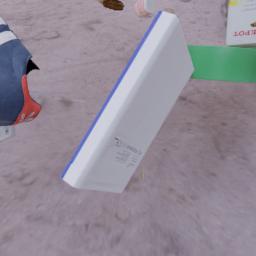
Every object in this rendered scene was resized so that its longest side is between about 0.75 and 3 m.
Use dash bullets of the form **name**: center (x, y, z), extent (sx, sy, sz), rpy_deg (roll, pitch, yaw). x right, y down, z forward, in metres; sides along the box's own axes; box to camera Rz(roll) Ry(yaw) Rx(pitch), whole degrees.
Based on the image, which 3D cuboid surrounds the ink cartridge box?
- **ink cartridge box**: center (3.413, -2.978, 6.380), extent (1.719, 2.366, 1.711), rpy_deg (9, 10, 38)

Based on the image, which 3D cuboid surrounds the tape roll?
- **tape roll**: center (1.707, -1.324, 5.816), extent (2.472, 0.594, 2.472), rpy_deg (4, 14, -1)

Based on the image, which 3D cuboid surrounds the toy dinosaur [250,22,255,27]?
- **toy dinosaur**: center (2.445, -1.072, 4.007), extent (0.793, 1.394, 2.624), rpy_deg (-25, 7, 31)

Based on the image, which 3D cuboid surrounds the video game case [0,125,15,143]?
- **video game case**: center (-2.144, -0.237, 4.714), extent (0.106, 0.879, 0.965), rpy_deg (5, 73, -46)

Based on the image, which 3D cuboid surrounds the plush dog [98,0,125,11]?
- **plush dog**: center (-0.698, -3.854, 7.009), extent (1.579, 1.690, 1.968), rpy_deg (-13, 71, 7)

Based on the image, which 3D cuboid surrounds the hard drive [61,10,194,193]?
- **hard drive**: center (0.144, -0.189, 4.028), extent (0.300, 1.560, 2.364), rpy_deg (29, 87, 25)

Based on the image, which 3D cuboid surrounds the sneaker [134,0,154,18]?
- **sneaker**: center (0.486, -3.765, 8.168), extent (0.450, 0.625, 1.196), rpy_deg (19, 73, -34)

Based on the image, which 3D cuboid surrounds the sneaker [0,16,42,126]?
- **sneaker**: center (-1.880, -1.170, 3.870), extent (1.104, 0.979, 2.613), rpy_deg (7, 61, -54)
